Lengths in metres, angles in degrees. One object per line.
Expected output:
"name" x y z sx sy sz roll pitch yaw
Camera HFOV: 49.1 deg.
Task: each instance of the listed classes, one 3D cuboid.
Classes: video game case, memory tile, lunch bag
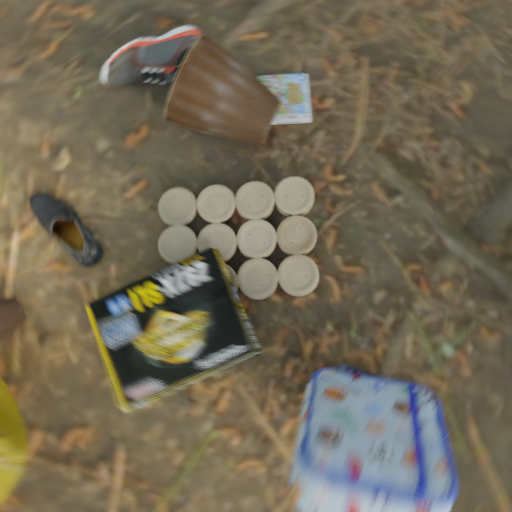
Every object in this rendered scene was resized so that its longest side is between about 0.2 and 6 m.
"video game case" 0.572 -3.174 11.320 0.989 0.120 1.087 -3 74 -1
"memory tile" -0.352 -0.261 10.239 2.932 0.246 2.247 -4 77 4
"lunch bag" 1.773 2.769 8.314 2.306 2.877 1.087 11 112 9

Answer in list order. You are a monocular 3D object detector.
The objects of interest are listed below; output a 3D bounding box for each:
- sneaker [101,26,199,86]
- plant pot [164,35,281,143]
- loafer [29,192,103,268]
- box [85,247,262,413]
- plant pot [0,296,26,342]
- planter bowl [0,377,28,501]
"sneaker" -1.990 -3.800 11.163 2.174 0.838 0.890 -27 82 -7
"plant pot" -0.521 -2.936 10.577 1.840 1.720 1.720 26 75 -4
"loafer" -3.555 -0.588 10.296 1.824 0.659 0.664 41 79 11
"box" -1.416 1.242 9.592 2.489 0.614 1.987 -24 75 4
"plant pot" -4.597 1.130 9.758 1.008 0.943 0.943 -26 75 -21
"planter bowl" -4.325 2.493 7.956 1.506 3.615 3.615 -27 76 -13
